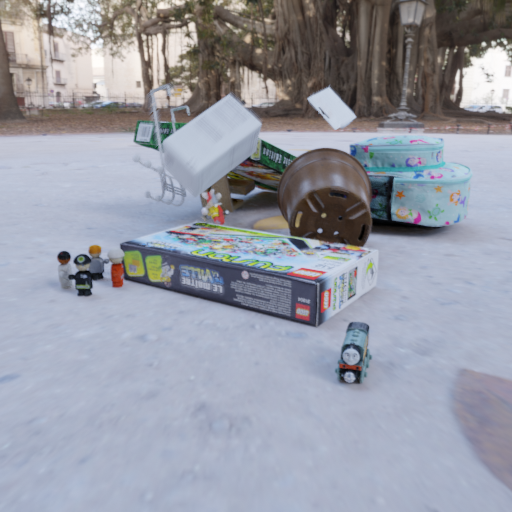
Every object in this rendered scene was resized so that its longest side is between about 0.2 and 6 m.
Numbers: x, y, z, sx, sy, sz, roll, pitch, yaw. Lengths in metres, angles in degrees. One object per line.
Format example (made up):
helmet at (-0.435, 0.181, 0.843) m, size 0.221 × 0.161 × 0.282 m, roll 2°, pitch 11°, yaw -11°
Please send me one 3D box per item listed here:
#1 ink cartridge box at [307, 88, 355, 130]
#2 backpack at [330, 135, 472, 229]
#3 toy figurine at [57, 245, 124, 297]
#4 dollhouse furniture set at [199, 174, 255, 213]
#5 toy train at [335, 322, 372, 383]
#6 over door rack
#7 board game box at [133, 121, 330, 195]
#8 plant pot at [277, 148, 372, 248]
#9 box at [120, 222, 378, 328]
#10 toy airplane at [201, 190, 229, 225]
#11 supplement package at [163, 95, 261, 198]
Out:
ink cartridge box at (1.425, -2.828, 10.962) m, size 1.021 × 0.830 × 0.291 m, roll -40°, pitch -2°, yaw -44°
backpack at (3.358, -1.618, 12.631) m, size 2.868 × 2.159 × 2.546 m, roll 14°, pitch 21°, yaw 25°
toy figurine at (-2.573, 0.173, 8.678) m, size 0.905 × 0.639 × 0.919 m, roll 15°, pitch 22°, yaw 42°
dollhouse furniture set at (-0.859, -2.096, 14.971) m, size 1.413 × 1.211 × 1.486 m, roll 12°, pitch 36°, yaw 33°
toy train at (1.047, 1.026, 5.979) m, size 0.346 × 0.463 × 0.812 m, roll 4°, pitch 16°, yaw 17°
over door rack at (-1.923, -2.170, 11.481) m, size 0.732 × 2.198 × 1.624 m, roll 2°, pitch 1°, yaw 7°
board game box at (-0.117, -2.383, 14.589) m, size 2.965 × 0.664 × 5.659 m, roll 14°, pitch 2°, yaw 34°
plant pot at (1.340, -0.891, 10.527) m, size 1.916 × 1.916 × 1.897 m, roll 1°, pitch 23°, yaw 2°
box at (-0.151, 0.141, 8.804) m, size 3.604 × 0.626 × 1.983 m, roll 10°, pitch 19°, yaw 32°
toy airplane at (-0.801, -0.859, 9.818) m, size 0.422 × 0.599 × 0.596 m, roll -27°, pitch 36°, yaw -37°
supplement package at (-0.816, -2.035, 10.406) m, size 1.629 × 0.926 × 0.892 m, roll -41°, pitch 77°, yaw -22°
